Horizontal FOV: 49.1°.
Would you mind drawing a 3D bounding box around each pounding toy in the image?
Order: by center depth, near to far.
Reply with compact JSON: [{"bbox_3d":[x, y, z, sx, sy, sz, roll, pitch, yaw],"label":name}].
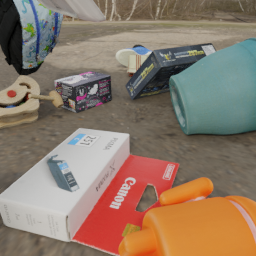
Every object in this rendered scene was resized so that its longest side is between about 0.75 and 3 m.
[{"bbox_3d":[-3.271,-1.008,8.343,2.409,1.382,1.377,-16,65,-30],"label":"pounding toy"}]

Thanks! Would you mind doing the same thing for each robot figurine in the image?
[{"bbox_3d":[1.001,1.545,3.606,2.176,1.269,1.565,-5,21,-12],"label":"robot figurine"}]

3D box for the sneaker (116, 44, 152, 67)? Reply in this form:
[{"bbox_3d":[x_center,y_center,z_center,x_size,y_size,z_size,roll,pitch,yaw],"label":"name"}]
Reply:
[{"bbox_3d":[0.310,-4.122,15.851,2.595,0.996,1.443,-8,32,-25],"label":"sneaker"}]

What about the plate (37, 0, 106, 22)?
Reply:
[{"bbox_3d":[-1.401,-2.398,4.513,1.767,0.286,1.771,31,-5,38],"label":"plate"}]

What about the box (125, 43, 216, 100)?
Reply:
[{"bbox_3d":[1.614,-2.096,10.433,2.881,2.272,0.735,-16,74,-30],"label":"box"}]

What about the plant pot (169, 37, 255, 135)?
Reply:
[{"bbox_3d":[2.480,-0.887,7.701,2.362,2.514,2.514,-16,26,1],"label":"plant pot"}]

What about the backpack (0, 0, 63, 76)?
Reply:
[{"bbox_3d":[-2.934,-3.097,7.947,2.105,2.234,2.738,-26,-7,-14],"label":"backpack"}]

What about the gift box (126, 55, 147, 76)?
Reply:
[{"bbox_3d":[0.406,-3.007,13.538,0.964,0.976,1.045,1,10,-1],"label":"gift box"}]

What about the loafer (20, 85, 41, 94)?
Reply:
[{"bbox_3d":[-3.891,-1.148,9.727,0.744,0.689,1.978,-32,5,25],"label":"loafer"}]

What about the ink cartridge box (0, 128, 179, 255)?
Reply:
[{"bbox_3d":[-0.486,0.985,5.520,2.562,0.650,2.908,7,27,18],"label":"ink cartridge box"}]

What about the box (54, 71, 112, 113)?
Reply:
[{"bbox_3d":[-1.576,-1.358,10.047,1.147,0.996,1.736,21,32,37],"label":"box"}]
